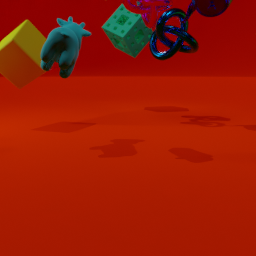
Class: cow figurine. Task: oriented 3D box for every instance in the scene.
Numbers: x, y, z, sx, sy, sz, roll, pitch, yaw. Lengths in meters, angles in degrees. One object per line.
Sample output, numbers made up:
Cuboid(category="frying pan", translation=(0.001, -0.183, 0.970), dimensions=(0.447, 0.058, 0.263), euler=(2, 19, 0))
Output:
Cuboid(category="cow figurine", translation=(-1.335, -1.869, 6.061), dimensions=(0.837, 1.501, 1.525), euler=(22, -9, -12))

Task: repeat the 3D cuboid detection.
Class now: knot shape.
Cuboid(category="knot shape", translation=(0.506, -3.904, 8.689), dimensions=(1.445, 0.714, 1.544), euler=(31, -17, -19))
Cuboid(category="knot shape", translation=(1.571, -3.319, 9.878), dimensions=(1.866, 1.746, 0.862), euler=(5, 44, 19))

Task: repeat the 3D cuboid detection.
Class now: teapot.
Cuboid(category="teapot", translation=(2.302, -3.614, 7.832), dimensions=(1.225, 0.965, 1.970), euler=(28, -29, -33))

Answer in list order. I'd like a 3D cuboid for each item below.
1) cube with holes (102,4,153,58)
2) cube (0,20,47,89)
Cuboid(category="cube with holes", translation=(0.026, -4.294, 12.424), dimensions=(1.397, 1.397, 1.397), euler=(37, -5, 33))
Cuboid(category="cube", translation=(-3.183, -2.218, 8.528), dimensions=(1.254, 1.254, 1.254), euler=(-24, 37, 27))
